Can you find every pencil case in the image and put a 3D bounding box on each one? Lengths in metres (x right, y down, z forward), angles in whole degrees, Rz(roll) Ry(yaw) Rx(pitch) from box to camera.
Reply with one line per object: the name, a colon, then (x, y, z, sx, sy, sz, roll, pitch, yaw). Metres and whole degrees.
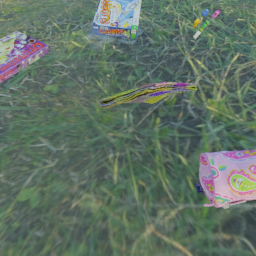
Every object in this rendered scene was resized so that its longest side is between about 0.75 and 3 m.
pencil case: (2.376, 0.794, 4.828, 2.301, 1.006, 1.006, -7, 42, 2)

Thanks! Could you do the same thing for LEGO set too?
LEGO set: (2.781, -3.992, 10.491, 0.499, 1.309, 0.537, 44, 26, 3)

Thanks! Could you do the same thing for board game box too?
board game box: (-0.304, -3.704, 9.023, 1.380, 0.351, 2.038, 5, 55, 1)
board game box: (-3.381, -1.953, 7.708, 1.276, 0.343, 2.125, 29, 50, 13)

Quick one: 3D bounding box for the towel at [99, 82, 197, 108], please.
towel: (0.503, -0.745, 6.421, 1.528, 0.242, 2.128, -13, -2, 38)
